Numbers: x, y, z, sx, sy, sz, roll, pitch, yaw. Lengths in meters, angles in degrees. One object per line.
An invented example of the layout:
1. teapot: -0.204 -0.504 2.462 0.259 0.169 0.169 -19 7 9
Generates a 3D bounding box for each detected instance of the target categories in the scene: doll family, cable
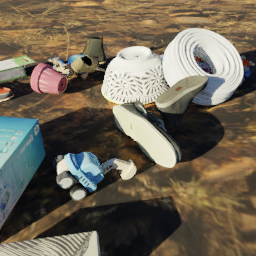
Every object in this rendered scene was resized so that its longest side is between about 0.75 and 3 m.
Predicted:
1. doll family: 3.820 -2.260 11.277 2.237 1.008 1.388 1 46 12
2. cable: 2.659 -2.166 9.879 2.863 0.991 2.864 29 60 -7

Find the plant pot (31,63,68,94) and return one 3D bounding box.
1. plant pot: -2.835 -1.731 10.313 0.990 1.106 1.106 20 38 12

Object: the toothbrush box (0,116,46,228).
1. toothbrush box: -3.380 0.948 6.111 2.082 1.213 2.843 4 34 7

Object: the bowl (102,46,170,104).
1. bowl: 0.300 -2.158 10.342 2.820 1.323 2.820 -5 37 4

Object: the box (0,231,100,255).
1. box: -1.462 2.327 4.521 2.057 0.703 0.845 -6 34 -8

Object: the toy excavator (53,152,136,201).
1. toy excavator: -0.707 0.962 6.403 1.515 1.473 0.757 -33 38 1

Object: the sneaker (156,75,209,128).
1. sneaker: 1.717 -0.854 8.683 1.904 1.012 0.712 -31 39 -15

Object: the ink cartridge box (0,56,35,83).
1. ink cartridge box: -4.949 -2.455 11.793 1.900 0.563 0.986 -26 42 -33

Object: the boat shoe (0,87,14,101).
1. boat shoe: -5.166 -1.395 10.170 1.993 0.623 0.709 6 32 7

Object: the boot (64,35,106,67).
1. boot: -1.981 -3.360 12.421 1.980 1.369 0.767 -13 37 -17

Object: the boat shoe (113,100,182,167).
1. boat shoe: 0.612 -0.001 7.700 0.982 1.043 2.904 -17 35 -22

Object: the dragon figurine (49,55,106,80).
1. dragon figurine: -2.128 -2.621 11.847 2.622 0.772 1.304 -7 34 -8

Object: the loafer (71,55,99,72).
1. loafer: -1.530 -2.492 10.808 0.523 0.590 1.552 -32 3 34

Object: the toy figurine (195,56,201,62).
1. toy figurine: 3.539 -3.341 12.791 1.814 1.362 1.670 -38 55 -14

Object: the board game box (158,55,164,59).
1. board game box: 1.448 -2.864 12.580 1.215 0.375 1.215 -18 37 -25
